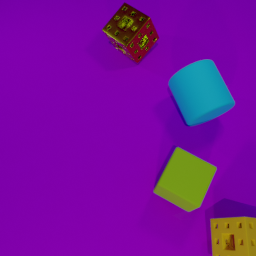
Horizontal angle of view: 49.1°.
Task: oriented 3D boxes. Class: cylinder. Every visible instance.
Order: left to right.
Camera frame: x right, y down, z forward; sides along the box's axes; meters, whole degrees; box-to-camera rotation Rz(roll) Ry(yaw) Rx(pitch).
[{"bbox_3d":[1.758,-0.825,6.785,1.197,1.197,1.197,-20,76,-10],"label":"cylinder"}]

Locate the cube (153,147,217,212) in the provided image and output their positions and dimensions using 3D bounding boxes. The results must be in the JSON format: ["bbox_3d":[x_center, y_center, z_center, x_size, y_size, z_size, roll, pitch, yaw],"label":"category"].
[{"bbox_3d":[1.199,1.135,6.065,0.927,0.927,0.927,28,70,10],"label":"cube"}]

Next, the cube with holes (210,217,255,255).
[{"bbox_3d":[2.216,2.188,5.336,0.850,0.850,0.850,14,65,-26],"label":"cube with holes"}]

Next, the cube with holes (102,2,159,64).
[{"bbox_3d":[0.094,-2.637,7.858,0.988,0.988,0.988,41,92,25],"label":"cube with holes"}]
